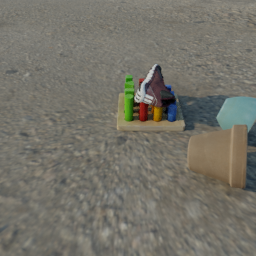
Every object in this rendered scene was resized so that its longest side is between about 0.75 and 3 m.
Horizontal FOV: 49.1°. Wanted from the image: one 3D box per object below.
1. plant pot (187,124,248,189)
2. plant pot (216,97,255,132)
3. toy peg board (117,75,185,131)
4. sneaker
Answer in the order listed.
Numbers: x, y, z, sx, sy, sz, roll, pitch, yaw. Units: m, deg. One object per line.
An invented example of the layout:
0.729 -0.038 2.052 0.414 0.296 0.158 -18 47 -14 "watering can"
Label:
2.188 0.634 6.846 1.331 1.526 1.526 3 34 22 "plant pot"
3.120 -0.373 8.096 0.905 1.343 1.343 28 43 14 "plant pot"
0.726 -0.935 9.317 2.127 1.045 2.136 0 36 1 "toy peg board"
1.003 -1.200 8.708 1.151 0.754 1.993 25 44 4 "sneaker"
